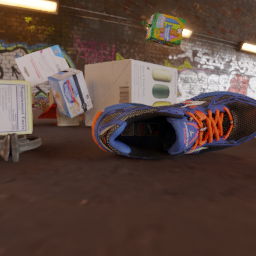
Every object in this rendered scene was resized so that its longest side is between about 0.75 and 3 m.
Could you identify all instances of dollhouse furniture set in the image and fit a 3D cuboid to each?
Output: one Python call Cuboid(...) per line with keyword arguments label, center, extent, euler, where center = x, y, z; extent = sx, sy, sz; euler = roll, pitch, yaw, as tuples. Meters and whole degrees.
Cuboid(label="dollhouse furniture set", center=(-2.768, -0.626, 10.827), extent=(2.862, 1.474, 2.831), euler=(-2, -6, -28))

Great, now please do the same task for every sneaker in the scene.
Cuboid(label="sneaker", center=(0.750, 0.049, 3.768), extent=(2.461, 0.927, 0.965), euler=(-9, 12, -4))

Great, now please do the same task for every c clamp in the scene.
Cuboid(label="c clamp", center=(-2.376, 0.303, 3.460), extent=(2.670, 0.362, 2.281), euler=(-4, 1, -26))

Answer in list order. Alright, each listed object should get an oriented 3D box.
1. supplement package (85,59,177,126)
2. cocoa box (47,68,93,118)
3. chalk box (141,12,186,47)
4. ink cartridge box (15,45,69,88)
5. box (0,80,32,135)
Cuboid(label="supplement package", center=(0.176, -1.124, 9.817), extent=(2.059, 2.074, 2.733), euler=(4, 6, 39))
Cuboid(label="cocoa box", center=(-1.791, -1.090, 8.683), extent=(0.830, 1.265, 0.843), euler=(-30, 33, -28))
Cuboid(label="chalk box", center=(0.666, -1.996, 5.679), extent=(0.815, 0.505, 0.509), euler=(9, 9, -10))
Cuboid(label="ink cartridge box", center=(-3.117, -2.157, 10.011), extent=(0.628, 1.065, 1.850), euler=(-11, 18, 46))
Cuboid(label="box", center=(-4.162, -0.509, 6.902), extent=(2.737, 1.323, 2.408), euler=(-3, 6, -41))
